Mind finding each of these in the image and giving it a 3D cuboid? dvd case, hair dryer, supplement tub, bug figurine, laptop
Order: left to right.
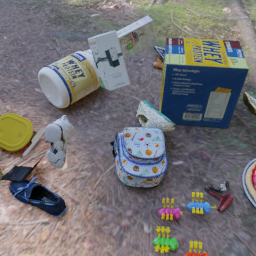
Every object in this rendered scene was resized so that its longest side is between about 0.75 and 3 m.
[{"bbox_3d":[-3.586,1.338,9.604,1.177,0.608,1.043,5,18,5],"label":"laptop"},{"bbox_3d":[-2.399,-2.265,12.544,1.907,1.907,2.642,33,54,29],"label":"supplement tub"},{"bbox_3d":[2.051,-3.976,15.242,1.032,0.170,1.373,7,38,-28],"label":"dvd case"},{"bbox_3d":[1.672,2.977,8.242,1.750,0.581,2.256,5,49,13],"label":"bug figurine"},{"bbox_3d":[3.018,2.272,9.235,0.847,0.302,1.112,-10,39,15],"label":"hair dryer"}]

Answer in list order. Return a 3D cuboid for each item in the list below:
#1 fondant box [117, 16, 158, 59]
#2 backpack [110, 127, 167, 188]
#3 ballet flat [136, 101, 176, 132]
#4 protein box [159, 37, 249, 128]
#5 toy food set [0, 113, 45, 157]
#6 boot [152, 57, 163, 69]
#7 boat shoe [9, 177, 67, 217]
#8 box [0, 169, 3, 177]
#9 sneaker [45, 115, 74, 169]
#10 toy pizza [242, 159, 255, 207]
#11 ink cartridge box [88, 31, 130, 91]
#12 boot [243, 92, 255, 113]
[{"bbox_3d":[0.292,-3.136,9.725,1.331,0.960,0.388,-28,54,0],"label":"fondant box"},{"bbox_3d":[0.476,0.993,9.622,2.089,1.610,1.990,-1,55,-5],"label":"backpack"},{"bbox_3d":[0.984,-0.286,10.884,0.980,0.980,2.732,-11,21,-11],"label":"ballet flat"},{"bbox_3d":[2.825,-1.783,11.326,2.920,2.941,1.984,4,45,4],"label":"protein box"},{"bbox_3d":[-4.206,0.335,10.877,2.370,0.774,1.394,21,73,23],"label":"toy food set"},{"bbox_3d":[1.791,-3.459,14.909,0.675,0.322,0.873,26,61,24],"label":"boot"},{"bbox_3d":[-2.907,2.037,9.024,2.217,0.761,0.933,14,46,17],"label":"boat shoe"},{"bbox_3d":[-6.082,1.033,9.507,2.494,1.521,2.402,-28,51,-26],"label":"box"},{"bbox_3d":[-1.752,0.360,7.389,0.525,1.398,0.804,11,33,13],"label":"sneaker"},{"bbox_3d":[5.353,1.955,9.337,2.889,0.458,2.889,0,45,0],"label":"toy pizza"},{"bbox_3d":[-0.680,-2.313,9.648,0.754,1.815,1.330,-20,19,-14],"label":"ink cartridge box"},{"bbox_3d":[5.759,-1.182,12.530,0.904,0.421,1.169,-9,51,-8],"label":"boot"}]
